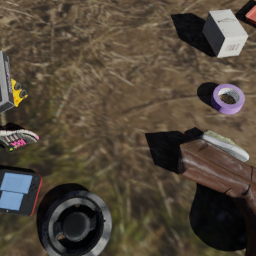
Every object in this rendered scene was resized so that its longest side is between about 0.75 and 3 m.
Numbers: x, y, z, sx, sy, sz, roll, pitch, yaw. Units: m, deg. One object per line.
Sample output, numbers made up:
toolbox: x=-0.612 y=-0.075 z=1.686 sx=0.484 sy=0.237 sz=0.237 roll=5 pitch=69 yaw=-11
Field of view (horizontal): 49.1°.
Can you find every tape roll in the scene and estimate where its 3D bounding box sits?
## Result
tape roll: x=3.206 y=-0.937 z=9.024 sx=0.987 sy=0.324 sz=0.987 roll=0 pitch=59 yaw=0

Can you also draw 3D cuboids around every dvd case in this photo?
dvd case: x=-4.740 y=-0.916 z=8.462 sx=2.774 sy=0.343 sz=2.085 roll=-27 pitch=61 yaw=10

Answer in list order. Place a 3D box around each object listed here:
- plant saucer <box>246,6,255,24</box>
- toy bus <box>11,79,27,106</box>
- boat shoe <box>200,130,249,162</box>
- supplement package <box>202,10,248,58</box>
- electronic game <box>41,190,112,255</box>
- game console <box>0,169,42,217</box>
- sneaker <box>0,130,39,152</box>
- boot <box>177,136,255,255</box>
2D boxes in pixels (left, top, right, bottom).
plant saucer: x=5.625 y=-4.361 z=11.043 sx=1.524 sy=0.280 sz=1.527 roll=37 pitch=66 yaw=19
toy bus: x=-3.744 y=-1.068 z=8.807 sx=0.601 sy=0.885 sz=0.850 roll=25 pitch=69 yaw=18
boat shoe: x=2.793 y=0.478 z=8.096 sx=1.468 sy=0.529 sz=0.455 roll=27 pitch=62 yaw=18
supplement package: x=3.449 y=-3.414 z=10.088 sx=0.882 sy=0.885 sz=1.509 roll=-10 pitch=58 yaw=-10
electronic game: x=-1.285 y=2.456 z=7.010 sx=1.795 sy=0.373 sz=1.795 roll=-4 pitch=61 yaw=7
game console: x=-3.065 y=1.719 z=7.552 sx=1.307 sy=0.203 sz=1.156 roll=7 pitch=60 yaw=4
sneaker: x=-3.294 y=0.420 z=8.140 sx=1.391 sy=0.513 sz=0.608 roll=-1 pitch=60 yaw=5
boot: x=2.322 y=1.676 z=7.151 sx=2.898 sy=0.931 sz=2.700 roll=28 pitch=53 yaw=13
